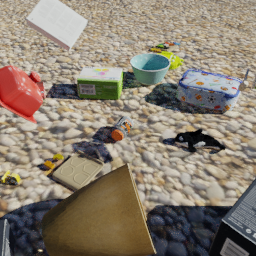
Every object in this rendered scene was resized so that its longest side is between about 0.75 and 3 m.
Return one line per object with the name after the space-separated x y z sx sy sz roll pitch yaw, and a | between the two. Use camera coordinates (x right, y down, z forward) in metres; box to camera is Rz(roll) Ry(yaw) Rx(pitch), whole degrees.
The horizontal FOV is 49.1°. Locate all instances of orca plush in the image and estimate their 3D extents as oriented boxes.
2.779 0.408 10.696 1.934 0.687 1.017 20 43 23 | orca plush

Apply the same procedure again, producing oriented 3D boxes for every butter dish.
-3.597 -1.366 9.513 1.409 1.906 1.901 -39 64 4 | butter dish

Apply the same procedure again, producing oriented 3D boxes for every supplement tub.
-0.233 0.033 11.214 0.626 0.626 1.022 15 42 17 | supplement tub

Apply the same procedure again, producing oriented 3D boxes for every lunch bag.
3.810 -1.927 13.314 2.909 1.099 2.331 19 41 21 | lunch bag

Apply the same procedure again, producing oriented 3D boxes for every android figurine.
2.175 -3.922 16.310 2.059 0.423 1.874 11 40 16 | android figurine

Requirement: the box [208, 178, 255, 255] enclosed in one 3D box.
3.338 2.514 7.273 1.224 1.697 2.286 32 49 32 | box

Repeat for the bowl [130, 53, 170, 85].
1.138 -2.976 14.594 2.050 1.072 2.050 0 38 0 | bowl

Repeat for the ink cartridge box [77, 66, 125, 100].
-1.262 -2.630 14.195 2.019 1.035 2.731 4 40 5 | ink cartridge box

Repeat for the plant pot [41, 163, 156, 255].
-0.823 2.386 7.246 2.511 2.340 2.340 -17 40 -1 | plant pot

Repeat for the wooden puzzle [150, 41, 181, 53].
2.451 -5.310 18.167 1.364 0.236 2.022 24 44 27 | wooden puzzle

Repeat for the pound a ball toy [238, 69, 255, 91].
4.031 -1.650 8.351 0.957 0.623 1.467 26 71 5 | pound a ball toy

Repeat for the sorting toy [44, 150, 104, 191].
-1.953 1.396 9.867 1.864 0.250 1.389 22 48 25 | sorting toy

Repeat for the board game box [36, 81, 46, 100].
-5.507 -1.639 13.579 2.842 0.276 1.463 -10 39 -12 | board game box

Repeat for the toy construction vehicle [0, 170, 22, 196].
-4.359 1.782 9.176 1.296 0.456 1.128 10 40 12 | toy construction vehicle

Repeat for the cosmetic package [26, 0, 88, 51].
-2.530 -3.795 10.070 1.732 0.448 1.306 32 70 -11 | cosmetic package

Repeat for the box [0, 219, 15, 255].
-3.729 3.324 6.810 1.635 1.014 1.608 -10 40 -12 | box
